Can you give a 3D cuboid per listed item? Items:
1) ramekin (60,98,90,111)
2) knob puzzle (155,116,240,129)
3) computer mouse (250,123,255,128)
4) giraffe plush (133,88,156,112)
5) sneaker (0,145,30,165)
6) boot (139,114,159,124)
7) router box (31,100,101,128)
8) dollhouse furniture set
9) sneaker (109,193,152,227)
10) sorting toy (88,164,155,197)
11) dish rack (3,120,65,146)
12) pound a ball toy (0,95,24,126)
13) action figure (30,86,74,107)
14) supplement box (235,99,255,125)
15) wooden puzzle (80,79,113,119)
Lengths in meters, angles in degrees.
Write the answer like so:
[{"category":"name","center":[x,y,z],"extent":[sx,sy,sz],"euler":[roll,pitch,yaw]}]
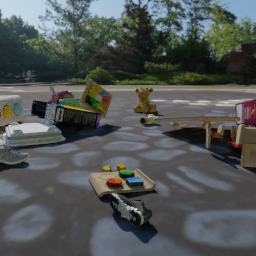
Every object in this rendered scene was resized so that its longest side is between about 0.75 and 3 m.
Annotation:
[{"category":"ramekin","center":[-2.537,-1.010,13.664],"extent":[1.538,0.751,1.538],"euler":[0,11,0]},{"category":"knob puzzle","center":[2.639,-0.163,9.660],"extent":[2.883,0.400,2.883],"euler":[-1,0,0]},{"category":"computer mouse","center":[4.913,0.178,8.568],"extent":[2.079,0.478,1.460],"euler":[6,1,32]},{"category":"giraffe plush","center":[0.891,-1.549,15.155],"extent":[1.319,1.240,1.529],"euler":[-2,11,-9]},{"category":"sneaker","center":[-2.716,0.592,6.354],"extent":[0.959,0.393,0.358],"euler":[1,11,3]},{"category":"boot","center":[0.752,-0.348,11.423],"extent":[0.709,0.332,0.912],"euler":[-6,16,-28]},{"category":"router box","center":[-2.429,-0.547,10.731],"extent":[1.808,0.619,2.424],"euler":[9,4,-38]},{"category":"dollhouse furniture set","center":[2.848,0.394,6.864],"extent":[1.778,0.916,1.759],"euler":[2,0,11]},{"category":"sneaker","center":[0.041,1.132,3.992],"extent":[0.355,0.261,0.786],"euler":[-5,15,-38]},{"category":"sorting toy","center":[-0.209,0.901,5.306],"extent":[1.022,0.184,1.372],"euler":[-4,12,-19]},{"category":"dish rack","center":[-3.012,0.102,8.842],"extent":[1.733,0.440,2.019],"euler":[-6,11,-24]},{"category":"pound a ball toy","center":[-5.038,-0.931,10.494],"extent":[1.181,1.813,2.780],"euler":[2,10,10]},{"category":"action figure","center":[-3.779,-1.118,14.285],"extent":[1.529,1.700,2.283],"euler":[-36,10,30]},{"category":"supplement box","center":[4.737,-0.541,9.963],"extent":[1.123,0.871,2.035],"euler":[0,-1,1]},{"category":"wooden puzzle","center":[-1.251,-1.229,11.514],"extent":[1.269,1.372,0.255],"euler":[32,-37,-26]}]
